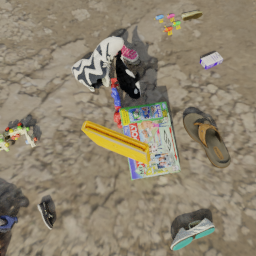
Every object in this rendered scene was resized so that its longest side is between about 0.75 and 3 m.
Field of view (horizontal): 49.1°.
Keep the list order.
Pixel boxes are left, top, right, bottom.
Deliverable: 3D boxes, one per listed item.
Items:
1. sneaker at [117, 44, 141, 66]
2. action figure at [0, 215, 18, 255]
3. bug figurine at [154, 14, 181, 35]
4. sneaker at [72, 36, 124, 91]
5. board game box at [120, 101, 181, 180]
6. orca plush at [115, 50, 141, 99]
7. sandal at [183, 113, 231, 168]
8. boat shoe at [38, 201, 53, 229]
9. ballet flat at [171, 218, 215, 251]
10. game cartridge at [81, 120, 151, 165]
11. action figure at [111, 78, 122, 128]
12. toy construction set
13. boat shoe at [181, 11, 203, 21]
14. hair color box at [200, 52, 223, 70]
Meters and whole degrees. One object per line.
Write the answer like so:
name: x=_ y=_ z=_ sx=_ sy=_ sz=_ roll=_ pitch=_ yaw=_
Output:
sneaker: x=-0.026 y=-3.404 z=13.306 sx=0.665 sy=0.788 sz=1.802 roll=-49 pitch=48 yaw=-5
action figure: x=-5.044 y=3.594 z=9.192 sx=2.455 sy=1.284 sz=2.374 roll=14 pitch=54 yaw=-20
bug figurine: x=2.091 y=-5.512 z=14.555 sx=1.118 sy=0.371 sz=1.442 roll=-22 pitch=64 yaw=-12
sneaker: x=-0.966 y=-2.727 z=12.552 sx=2.769 sy=1.105 sz=1.802 roll=-36 pitch=73 yaw=-9
board game box: x=0.822 y=0.470 z=10.914 sx=1.893 sy=0.409 sz=2.813 roll=-9 pitch=78 yaw=-5
orca plush: x=-0.117 y=-1.753 z=9.414 sx=0.905 sy=0.611 sz=1.720 roll=-8 pitch=98 yaw=35
sandal: x=3.200 y=0.381 z=11.181 sx=1.078 sy=0.720 sz=2.637 roll=-21 pitch=64 yaw=-11
boat shoe: x=-2.868 y=3.082 z=9.943 sx=0.314 sy=0.384 sz=1.039 roll=-31 pitch=58 yaw=-10
ballet flat: x=2.131 y=3.604 z=9.608 sx=1.735 sy=0.603 sz=0.603 roll=-19 pitch=63 yaw=-15
game cartridge: x=-0.221 y=0.443 z=7.467 sx=1.698 sy=1.926 sz=0.312 roll=21 pitch=80 yaw=10
action figure: x=-0.156 y=-1.027 z=11.906 sx=1.108 sy=0.731 sz=2.239 roll=-1 pitch=66 yaw=-6
toy construction set: x=-4.504 y=0.400 z=11.146 sx=1.675 sy=0.772 sz=1.098 roll=-8 pitch=38 yaw=-13
boat shoe: x=3.391 y=-5.990 z=14.801 sx=1.142 sy=0.417 sz=0.359 roll=-16 pitch=67 yaw=0
hair color box: x=3.975 y=-3.203 z=13.352 sx=0.953 sy=0.309 sz=0.521 roll=-25 pitch=64 yaw=-11
